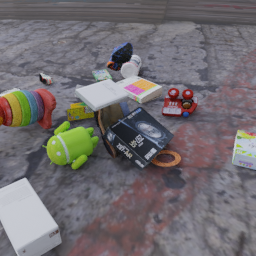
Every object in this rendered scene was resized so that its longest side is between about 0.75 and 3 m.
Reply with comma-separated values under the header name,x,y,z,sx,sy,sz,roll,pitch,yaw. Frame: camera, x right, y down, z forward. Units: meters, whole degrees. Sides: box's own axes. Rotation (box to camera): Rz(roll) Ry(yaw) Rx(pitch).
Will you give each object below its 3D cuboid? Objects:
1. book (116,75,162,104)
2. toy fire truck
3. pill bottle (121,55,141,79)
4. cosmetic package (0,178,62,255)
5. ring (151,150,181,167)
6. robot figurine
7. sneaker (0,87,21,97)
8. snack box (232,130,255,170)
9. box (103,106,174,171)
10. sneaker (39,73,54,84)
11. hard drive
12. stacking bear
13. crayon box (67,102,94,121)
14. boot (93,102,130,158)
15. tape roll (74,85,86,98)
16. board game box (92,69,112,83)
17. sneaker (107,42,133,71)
name,x,y,z,sx,sy,sz,roll,pitch,yaw
book,0.461,-1.951,13.833,1.396,0.502,2.090,-27,42,-29
toy fire truck,2.285,-1.004,12.313,1.499,0.840,1.259,6,60,10
pill bottle,0.242,-3.402,15.458,0.947,0.947,1.584,7,35,10
cosmetic package,-2.738,2.374,7.403,1.084,0.789,2.132,-24,43,-29
ring,1.298,1.069,9.711,1.057,0.101,1.057,-2,25,1
robot figurine,-1.936,0.614,9.627,1.831,1.059,1.607,-21,71,-28
sneaker,-4.617,-1.360,12.482,2.698,1.018,1.553,0,37,4
snack box,4.798,0.882,9.687,2.121,0.562,1.508,13,37,17
box,0.430,0.285,9.789,1.752,0.476,2.188,42,39,10
sneaker,-4.331,-2.598,14.891,0.517,0.389,1.106,-6,31,-38
hard drive,-0.887,-1.189,9.803,1.066,0.212,1.616,41,44,23
stacking bear,-4.227,-0.625,10.316,2.596,1.576,1.476,-17,50,-45
crayon box,-2.009,-0.716,11.805,1.121,0.711,0.285,-10,48,-15
boot,-0.386,-0.138,10.515,1.447,1.115,2.985,-16,41,-9
tape roll,-1.486,-1.473,12.382,1.670,0.552,1.670,13,5,-1
board game box,-1.426,-2.853,15.344,0.824,0.178,1.224,-10,36,-15
sneaker,-0.356,-3.075,11.558,0.773,0.805,2.052,15,-14,-21
